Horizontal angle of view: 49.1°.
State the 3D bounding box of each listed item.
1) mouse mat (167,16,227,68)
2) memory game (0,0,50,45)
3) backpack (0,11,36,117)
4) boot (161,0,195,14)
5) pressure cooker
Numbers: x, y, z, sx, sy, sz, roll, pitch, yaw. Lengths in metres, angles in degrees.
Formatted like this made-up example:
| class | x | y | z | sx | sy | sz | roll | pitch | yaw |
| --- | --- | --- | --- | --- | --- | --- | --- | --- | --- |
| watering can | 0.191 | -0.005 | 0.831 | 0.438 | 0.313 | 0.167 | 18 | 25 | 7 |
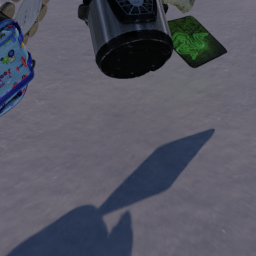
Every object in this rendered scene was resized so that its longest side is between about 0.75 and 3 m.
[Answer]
| class | x | y | z | sx | sy | sz | roll | pitch | yaw |
| --- | --- | --- | --- | --- | --- | --- | --- | --- | --- |
| mouse mat | 2.152 | -2.963 | 9.359 | 2.457 | 0.093 | 1.977 | -31 | 75 | -38 |
| memory game | -2.912 | -3.312 | 7.993 | 0.191 | 3.000 | 3.000 | 30 | 41 | -8 |
| backpack | -2.818 | -0.950 | 5.398 | 1.506 | 2.239 | 2.044 | 34 | 62 | 15 |
| boot | 1.364 | -3.920 | 8.746 | 1.309 | 1.692 | 0.610 | 26 | 14 | -42 |
| pressure cooker | -0.057 | -2.755 | 7.409 | 2.129 | 2.096 | 2.383 | -21 | 71 | 29 |
